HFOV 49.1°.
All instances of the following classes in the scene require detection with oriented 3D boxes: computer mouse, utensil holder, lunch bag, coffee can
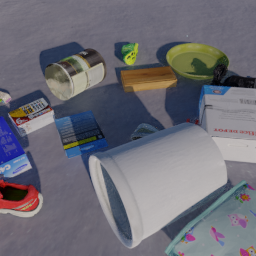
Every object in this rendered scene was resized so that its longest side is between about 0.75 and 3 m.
[{"bbox_3d":[4.777,-1.626,11.722,2.703,0.713,1.872,18,62,18],"label":"computer mouse"},{"bbox_3d":[0.766,1.378,7.599,2.921,2.482,2.482,-20,48,-23],"label":"utensil holder"},{"bbox_3d":[2.566,2.968,6.508,2.800,1.707,2.385,-25,51,-30],"label":"lunch bag"},{"bbox_3d":[-2.106,-2.236,11.539,1.526,1.526,2.085,27,43,25],"label":"coffee can"}]

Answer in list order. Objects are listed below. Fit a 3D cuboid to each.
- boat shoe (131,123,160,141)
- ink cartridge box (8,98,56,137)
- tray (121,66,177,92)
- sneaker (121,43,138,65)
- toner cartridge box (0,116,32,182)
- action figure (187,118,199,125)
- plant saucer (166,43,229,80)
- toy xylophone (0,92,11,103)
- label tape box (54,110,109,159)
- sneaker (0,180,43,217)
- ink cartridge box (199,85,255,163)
[{"bbox_3d":[1.135,0.519,9.609,2.221,0.818,0.712,26,57,29],"label":"boat shoe"},{"bbox_3d":[-3.730,-0.517,10.731,1.426,0.598,1.252,-29,52,-25],"label":"ink cartridge box"},{"bbox_3d":[0.905,-2.221,12.572,2.322,0.430,1.145,-7,46,-8],"label":"tray"},{"bbox_3d":[0.015,-3.678,13.900,0.783,0.694,1.874,7,36,10],"label":"sneaker"},{"bbox_3d":[-4.314,0.660,9.147,1.368,0.622,2.880,-27,39,-23],"label":"toner cartridge box"},{"bbox_3d":[2.251,0.300,10.096,0.538,0.425,1.644,11,49,7],"label":"action figure"},{"bbox_3d":[3.310,-3.168,13.487,2.967,0.461,2.967,0,45,0],"label":"plant saucer"},{"bbox_3d":[-5.484,-1.277,11.739,1.013,0.255,0.742,23,49,21],"label":"toy xylophone"},{"bbox_3d":[-1.634,0.356,9.842,1.430,0.628,1.983,-16,47,-16],"label":"label tape box"},{"bbox_3d":[-3.733,1.874,8.009,2.541,1.079,0.979,0,45,0],"label":"sneaker"},{"bbox_3d":[3.671,-0.232,10.021,2.042,1.197,2.788,5,46,6],"label":"ink cartridge box"}]
